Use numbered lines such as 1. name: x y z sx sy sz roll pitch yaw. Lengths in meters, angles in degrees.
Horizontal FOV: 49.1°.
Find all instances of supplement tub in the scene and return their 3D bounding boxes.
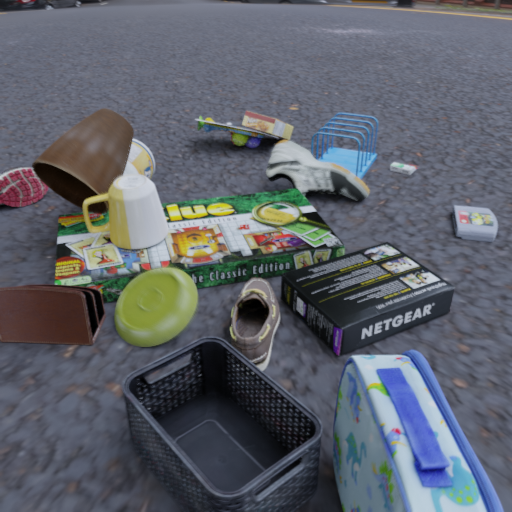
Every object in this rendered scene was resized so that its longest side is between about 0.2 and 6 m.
1. supplement tub: -3.263 -1.933 13.344 1.315 1.315 1.818 4 31 6

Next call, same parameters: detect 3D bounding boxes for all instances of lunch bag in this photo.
1. lunch bag: 1.501 2.289 5.669 1.019 1.987 2.472 -3 29 -5

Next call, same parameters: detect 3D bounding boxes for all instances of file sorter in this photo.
1. file sorter: 2.390 -2.973 15.165 1.390 1.229 2.004 12 34 21

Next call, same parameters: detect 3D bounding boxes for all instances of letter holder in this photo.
1. letter holder: -3.361 0.771 9.072 1.531 1.088 0.770 1 31 3

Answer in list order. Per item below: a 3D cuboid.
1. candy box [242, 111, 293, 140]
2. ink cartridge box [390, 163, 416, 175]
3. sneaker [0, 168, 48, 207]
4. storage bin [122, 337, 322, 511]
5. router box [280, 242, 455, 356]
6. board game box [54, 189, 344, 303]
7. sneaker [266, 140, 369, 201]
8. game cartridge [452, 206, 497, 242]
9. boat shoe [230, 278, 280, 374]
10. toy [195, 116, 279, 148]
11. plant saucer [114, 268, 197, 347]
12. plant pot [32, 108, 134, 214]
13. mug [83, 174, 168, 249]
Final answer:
1. candy box: 0.370 -3.871 16.686 0.979 0.469 1.695 20 12 18
2. ink cartridge box: 4.066 -2.459 15.336 0.582 0.181 0.723 19 37 27
3. sneaker: -6.071 -1.598 13.182 2.296 0.925 0.857 -20 34 -29
4. storage bin: -0.449 2.165 6.807 1.525 1.057 2.255 -23 37 -33
5. router box: 1.895 0.644 9.731 2.409 0.615 1.797 -16 34 -24
6. board game box: -1.240 -0.317 11.391 5.387 0.632 2.822 -8 30 -14
7. sneaker: 1.451 -1.789 13.679 2.563 1.124 0.970 27 -3 9
8. game cartridge: 4.850 -0.735 12.409 0.883 0.271 1.327 10 32 8
9. boat shoe: -0.026 0.956 9.179 0.792 0.656 2.205 3 31 6
10. toy: -0.572 -3.564 16.603 2.431 0.574 1.400 16 13 0
11. plant saucer: -1.712 0.774 9.253 1.500 0.233 1.500 -11 52 14
12. plant pot: -3.283 -2.050 11.362 1.667 1.667 1.783 17 67 26
13. mug: -2.393 -0.842 10.543 1.403 1.152 1.124 -30 44 -33
